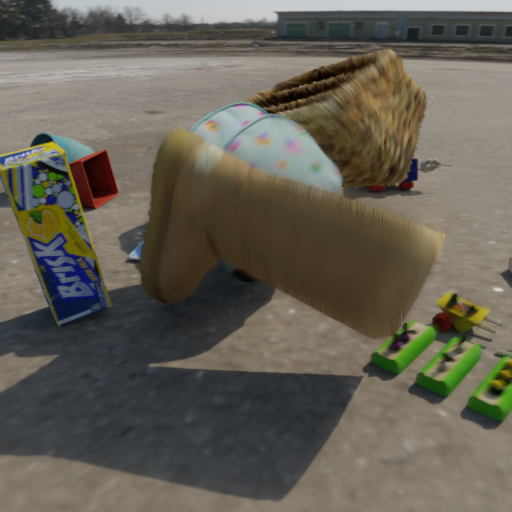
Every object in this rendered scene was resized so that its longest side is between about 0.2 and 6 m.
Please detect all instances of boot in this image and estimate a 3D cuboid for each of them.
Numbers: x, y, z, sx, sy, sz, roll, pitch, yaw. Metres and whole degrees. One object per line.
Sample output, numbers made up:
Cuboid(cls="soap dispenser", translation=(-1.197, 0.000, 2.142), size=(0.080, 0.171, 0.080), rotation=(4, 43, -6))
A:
Cuboid(cls="boot", translation=(0.227, 0.235, 7.877), size=(3.735, 3.271, 1.235), rotation=(26, 49, 12))

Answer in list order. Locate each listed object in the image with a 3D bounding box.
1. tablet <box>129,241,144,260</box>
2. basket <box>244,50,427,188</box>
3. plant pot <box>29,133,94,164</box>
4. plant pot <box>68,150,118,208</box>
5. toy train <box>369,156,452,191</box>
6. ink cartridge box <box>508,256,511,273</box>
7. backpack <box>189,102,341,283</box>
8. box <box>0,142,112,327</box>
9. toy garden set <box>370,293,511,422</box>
Cuboid(cls="tablet", translation=(-1.580, -0.091, 11.154), size=(1.650, 0.113, 1.074), rotation=(5, 25, 10))
Cuboid(cls="basket", translation=(1.320, -3.304, 12.376), size=(2.950, 2.826, 3.960), rotation=(30, -18, -38))
Cuboid(cls="plant pot", translation=(-5.075, -2.474, 14.943), size=(1.457, 1.457, 1.369), rotation=(19, 15, 34))
Cuboid(cls="plant pot", translation=(-4.288, -1.872, 13.889), size=(1.042, 1.182, 1.181), rotation=(-3, 23, 18))
Cuboid(cls="toy train", translation=(3.900, -2.353, 15.215), size=(2.337, 0.989, 1.352), rotation=(-5, 12, -10))
Cuboid(cls="ink cartridge box", translation=(5.035, 0.279, 10.146), size=(0.638, 0.291, 0.774), rotation=(0, 25, 3))
Cuboid(cls="backpack", translation=(-0.111, -1.242, 9.537), size=(2.705, 2.074, 2.378), rotation=(46, 59, 3))
Cuboid(cls="box", translation=(-3.036, -0.298, 8.504), size=(0.918, 2.619, 0.842), rotation=(-21, 30, -21))
Cuboid(cls="toy garden set", translation=(3.231, 1.295, 7.694), size=(2.543, 0.507, 2.120), rotation=(20, 32, 37))
